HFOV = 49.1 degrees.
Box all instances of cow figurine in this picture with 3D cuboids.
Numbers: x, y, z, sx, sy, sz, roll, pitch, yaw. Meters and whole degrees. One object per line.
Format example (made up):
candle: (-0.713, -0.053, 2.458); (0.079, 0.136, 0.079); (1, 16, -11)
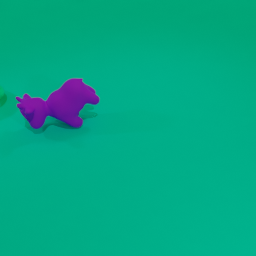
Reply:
cow figurine: (-1.715, -0.634, 6.766); (1.612, 1.638, 0.899); (29, 18, -38)

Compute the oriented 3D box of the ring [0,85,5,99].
ring: (-4.407, -0.988, 7.629); (1.913, 0.383, 1.913); (4, 16, -1)
